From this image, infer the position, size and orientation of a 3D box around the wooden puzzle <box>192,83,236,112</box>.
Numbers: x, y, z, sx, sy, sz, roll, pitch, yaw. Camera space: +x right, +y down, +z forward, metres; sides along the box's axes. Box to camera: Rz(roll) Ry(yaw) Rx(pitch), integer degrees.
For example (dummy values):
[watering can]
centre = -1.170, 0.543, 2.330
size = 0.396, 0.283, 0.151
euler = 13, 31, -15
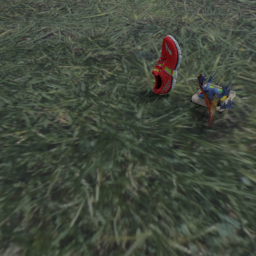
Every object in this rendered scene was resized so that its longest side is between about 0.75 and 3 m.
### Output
[wooden puzzle]
centre = 2.962, -1.111, 9.641
size = 1.153, 0.232, 1.246
euler = 26, 47, 26

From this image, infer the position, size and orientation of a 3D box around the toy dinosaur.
[toy dinosaur]
centre = 2.556, -1.144, 8.900
size = 1.967, 1.033, 1.785
euler = -40, 23, -10

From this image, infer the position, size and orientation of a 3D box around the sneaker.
[sneaker]
centre = 1.204, -2.017, 9.298
size = 0.850, 2.002, 0.771
euler = -14, 32, -25
